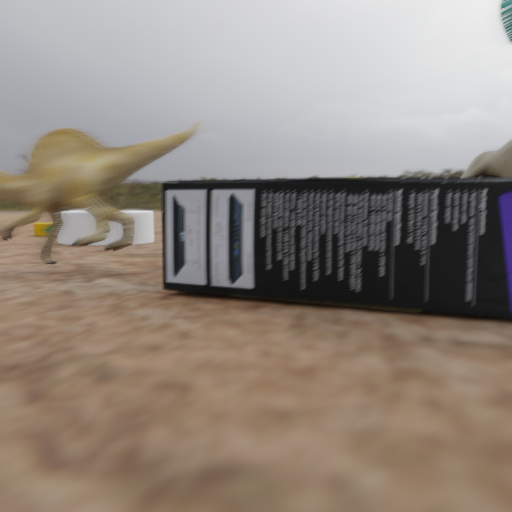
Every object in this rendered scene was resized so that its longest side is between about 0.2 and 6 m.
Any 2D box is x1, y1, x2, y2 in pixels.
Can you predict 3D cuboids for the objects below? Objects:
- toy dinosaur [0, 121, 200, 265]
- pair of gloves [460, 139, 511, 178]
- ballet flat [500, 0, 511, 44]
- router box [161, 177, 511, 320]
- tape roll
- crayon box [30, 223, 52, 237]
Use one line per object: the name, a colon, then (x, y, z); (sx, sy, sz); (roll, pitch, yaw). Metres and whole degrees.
toy dinosaur: (-1.838, -0.775, 6.132); (2.809, 1.421, 0.818); (-15, -8, -6)
pair of gloves: (4.131, -0.942, 8.664); (1.865, 0.327, 1.586); (38, -37, -13)
ballet flat: (2.495, -0.964, 3.817); (0.931, 2.474, 0.839); (-16, -14, 16)
router box: (1.263, -0.254, 5.640); (2.900, 0.963, 3.689); (3, 6, 25)
tape roll: (-2.812, -0.543, 10.535); (1.747, 0.611, 1.747); (1, 6, 0)
crayon box: (-4.423, -0.590, 12.571); (1.187, 0.306, 0.746); (2, 6, 27)
